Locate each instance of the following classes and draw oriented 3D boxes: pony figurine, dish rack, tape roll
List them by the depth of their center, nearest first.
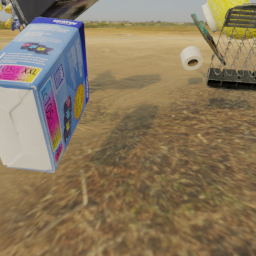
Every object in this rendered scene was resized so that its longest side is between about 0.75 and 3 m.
[{"bbox_3d":[2.869,-1.848,6.657,1.657,2.161,0.589,4,53,2],"label":"dish rack"},{"bbox_3d":[-3.348,-3.689,8.485,1.300,1.561,1.507,-9,-23,10],"label":"pony figurine"},{"bbox_3d":[2.520,-2.764,11.110,0.798,0.798,0.548,-2,58,-6],"label":"tape roll"}]

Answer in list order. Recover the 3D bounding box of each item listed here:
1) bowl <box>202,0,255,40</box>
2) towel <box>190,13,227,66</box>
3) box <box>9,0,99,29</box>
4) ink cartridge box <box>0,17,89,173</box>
[{"bbox_3d":[2.817,-3.375,8.011,1.147,2.132,2.132,-21,13,26],"label":"bowl"},{"bbox_3d":[2.896,-3.195,10.022,0.206,1.390,1.895,-33,45,20],"label":"towel"},{"bbox_3d":[-1.641,-3.176,6.588,1.633,1.015,1.647,-13,16,47],"label":"box"},{"bbox_3d":[-1.116,-0.621,3.981,0.788,1.409,2.065,7,43,4],"label":"ink cartridge box"}]
